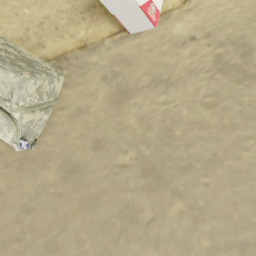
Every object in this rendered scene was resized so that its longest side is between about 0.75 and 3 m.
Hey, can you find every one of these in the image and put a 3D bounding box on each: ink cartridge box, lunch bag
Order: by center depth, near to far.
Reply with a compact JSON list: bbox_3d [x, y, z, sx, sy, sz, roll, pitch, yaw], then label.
[{"bbox_3d":[-3.148,-0.856,7.046,2.580,1.797,2.164,29,114,6],"label":"lunch bag"},{"bbox_3d":[0.243,-4.454,8.326,1.047,1.843,2.529,-2,66,37],"label":"ink cartridge box"}]
